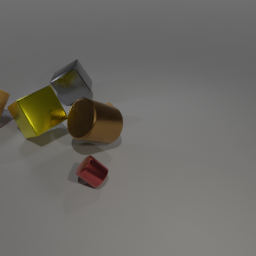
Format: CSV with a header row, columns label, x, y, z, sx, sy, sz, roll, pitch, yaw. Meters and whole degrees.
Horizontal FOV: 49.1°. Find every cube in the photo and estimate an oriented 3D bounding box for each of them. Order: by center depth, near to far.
label,x,y,z,sx,sy,sz,roll,pitch,yaw
cube,-3.364,-0.571,10.448,1.400,1.400,1.400,-35,15,-34
cube,-2.683,-2.200,13.478,1.400,1.400,1.400,-28,28,11

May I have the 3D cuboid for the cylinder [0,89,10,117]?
label,x,y,z,sx,sy,sz,roll,pitch,yaw
cylinder,-5.680,-0.996,11.189,1.400,1.400,1.400,20,-6,2

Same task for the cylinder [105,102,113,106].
label,x,y,z,sx,sy,sz,roll,pitch,yaw
cylinder,-0.997,-0.661,11.952,0.700,0.700,0.700,-25,38,-34

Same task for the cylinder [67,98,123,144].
label,x,y,z,sx,sy,sz,roll,pitch,yaw
cylinder,-1.120,-0.205,9.639,1.400,1.400,1.400,28,9,39

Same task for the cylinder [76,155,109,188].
label,x,y,z,sx,sy,sz,roll,pitch,yaw
cylinder,-1.057,1.284,8.294,0.700,0.700,0.700,41,24,-18
